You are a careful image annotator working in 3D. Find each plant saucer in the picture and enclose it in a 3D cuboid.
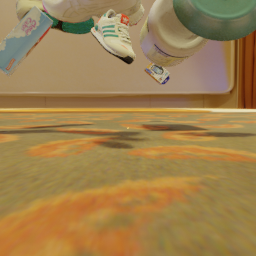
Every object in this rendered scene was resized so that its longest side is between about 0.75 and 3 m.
[{"bbox_3d":[2.212,-3.126,6.655,2.250,2.250,0.404,0,-18,2],"label":"plant saucer"}]

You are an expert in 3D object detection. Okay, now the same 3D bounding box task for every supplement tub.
[{"bbox_3d":[1.385,-2.997,8.942,1.884,1.884,2.598,0,3,-6],"label":"supplement tub"}]

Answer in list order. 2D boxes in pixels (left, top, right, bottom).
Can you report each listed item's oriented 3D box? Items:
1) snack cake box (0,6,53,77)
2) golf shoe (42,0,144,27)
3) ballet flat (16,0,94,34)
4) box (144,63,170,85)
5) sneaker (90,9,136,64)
[{"bbox_3d":[-2.862,-2.271,7.502,0.615,1.830,1.053,40,-9,-19],"label":"snack cake box"},{"bbox_3d":[-0.954,-3.342,7.039,2.751,1.036,1.259,8,-28,12],"label":"golf shoe"},{"bbox_3d":[-2.404,-3.802,9.423,0.994,0.994,2.862,4,11,42],"label":"ballet flat"},{"bbox_3d":[1.295,-2.357,11.995,1.062,0.632,0.220,41,-11,5],"label":"box"},{"bbox_3d":[-0.190,-1.712,5.053,0.489,0.649,1.389,20,25,-43],"label":"sneaker"}]
